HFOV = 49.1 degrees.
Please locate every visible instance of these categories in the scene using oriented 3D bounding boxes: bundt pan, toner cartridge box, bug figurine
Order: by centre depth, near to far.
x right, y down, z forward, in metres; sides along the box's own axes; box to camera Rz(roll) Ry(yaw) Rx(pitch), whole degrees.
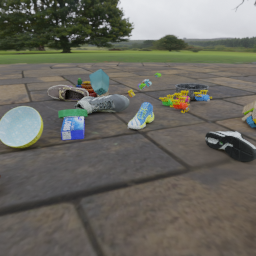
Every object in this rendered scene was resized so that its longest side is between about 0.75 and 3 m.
[{"bbox_3d":[-2.057,-0.024,10.574,0.794,0.361,1.671,-3,19,-8],"label":"toner cartridge box"},{"bbox_3d":[2.842,-1.372,14.051,2.534,0.652,1.965,-20,21,-35],"label":"bug figurine"},{"bbox_3d":[3.602,-2.036,15.865,1.882,0.706,1.882,0,18,0],"label":"bundt pan"}]

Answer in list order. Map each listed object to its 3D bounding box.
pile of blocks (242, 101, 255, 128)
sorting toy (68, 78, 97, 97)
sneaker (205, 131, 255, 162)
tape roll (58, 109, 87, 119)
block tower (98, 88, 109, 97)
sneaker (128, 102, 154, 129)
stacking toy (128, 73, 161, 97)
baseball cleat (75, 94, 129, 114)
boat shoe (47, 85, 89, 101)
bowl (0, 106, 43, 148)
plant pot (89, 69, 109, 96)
[{"bbox_3d":[5.208,-0.330,11.355,0.630,0.832,2.026,41,27,-12],"label":"pile of blocks"},{"bbox_3d":[-2.935,-2.326,16.283,2.357,0.968,1.417,1,19,5],"label":"sorting toy"},{"bbox_3d":[3.449,0.425,8.741,1.087,0.713,1.890,-12,20,-26],"label":"sneaker"},{"bbox_3d":[-2.290,-0.579,11.670,1.184,0.285,1.184,-4,-2,0],"label":"tape roll"},{"bbox_3d":[-1.409,-1.977,16.112,0.460,0.429,1.590,2,20,2],"label":"block tower"},{"bbox_3d":[0.517,-0.550,11.265,0.652,0.904,1.722,10,21,26],"label":"sneaker"},{"bbox_3d":[0.497,-1.267,8.303,0.737,0.230,0.978,-39,10,-27],"label":"stacking toy"},{"bbox_3d":[-1.250,-0.972,12.833,2.549,0.889,1.357,-1,22,27],"label":"baseball cleat"},{"bbox_3d":[-3.329,-1.850,15.219,2.282,0.820,0.679,6,16,1],"label":"boat shoe"},{"bbox_3d":[-3.468,0.075,9.389,1.456,1.456,0.784,3,-23,8],"label":"bowl"},{"bbox_3d":[-1.308,-2.078,13.138,0.701,0.992,0.700,-23,-34,21],"label":"plant pot"}]
